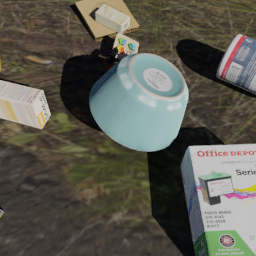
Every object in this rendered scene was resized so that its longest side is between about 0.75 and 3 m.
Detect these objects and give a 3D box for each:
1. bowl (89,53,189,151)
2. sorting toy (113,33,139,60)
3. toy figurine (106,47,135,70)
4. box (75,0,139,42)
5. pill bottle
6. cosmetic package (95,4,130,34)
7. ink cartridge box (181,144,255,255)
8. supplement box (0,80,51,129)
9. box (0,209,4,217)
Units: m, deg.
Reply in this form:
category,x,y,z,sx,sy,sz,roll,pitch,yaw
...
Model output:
category,x,y,z,sx,sy,sz,roll,pitch,yaw
bowl,0.507,-0.971,7.787,2.895,1.514,2.895,14,50,-17
sorting toy,-0.078,-3.065,10.798,0.982,0.194,1.061,21,66,-19
toy figurine,-0.234,-2.252,10.131,1.127,1.145,0.796,12,43,3
box,-0.952,-5.015,12.489,2.065,0.269,2.526,-21,64,-14
pill bottle,4.663,-1.925,9.563,2.785,1.665,1.665,30,60,18
cosmetic package,-0.646,-4.606,11.843,1.334,0.487,0.690,31,64,12
ink cartridge box,2.655,1.912,7.052,2.126,1.233,2.936,-2,54,-1
supplement box,-3.599,-0.787,9.032,1.903,1.200,0.700,15,54,9
box,-4.186,2.547,7.144,1.212,0.375,1.518,20,57,12
